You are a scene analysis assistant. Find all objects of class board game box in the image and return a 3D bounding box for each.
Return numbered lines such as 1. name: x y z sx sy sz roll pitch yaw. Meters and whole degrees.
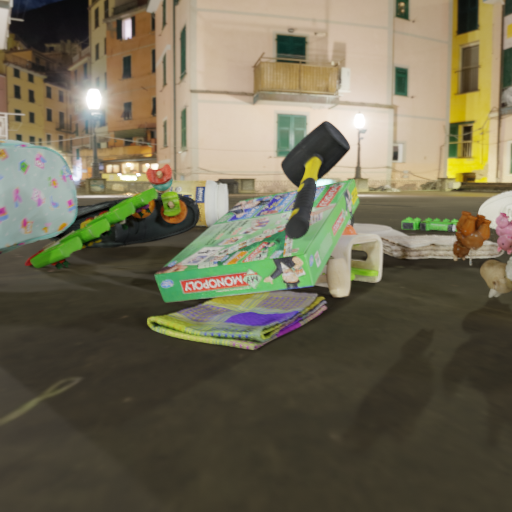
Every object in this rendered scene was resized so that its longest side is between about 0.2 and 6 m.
1. board game box: 0.161 -0.270 7.089 1.825 0.395 2.712 -7 20 24

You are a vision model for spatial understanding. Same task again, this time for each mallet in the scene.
1. mallet: 0.733 -0.978 6.727 0.583 0.933 2.834 43 19 -12

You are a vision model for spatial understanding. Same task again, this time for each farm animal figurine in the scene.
1. farm animal figurine: 3.199 0.140 6.535 1.797 0.937 1.777 4 18 -23

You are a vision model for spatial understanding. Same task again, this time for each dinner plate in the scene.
1. dinner plate: 2.044 -0.484 12.795 3.068 0.372 3.068 -1 9 0

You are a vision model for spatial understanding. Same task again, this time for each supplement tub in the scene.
1. supplement tub: -1.815 -1.545 16.538 1.901 1.373 1.373 0 8 2

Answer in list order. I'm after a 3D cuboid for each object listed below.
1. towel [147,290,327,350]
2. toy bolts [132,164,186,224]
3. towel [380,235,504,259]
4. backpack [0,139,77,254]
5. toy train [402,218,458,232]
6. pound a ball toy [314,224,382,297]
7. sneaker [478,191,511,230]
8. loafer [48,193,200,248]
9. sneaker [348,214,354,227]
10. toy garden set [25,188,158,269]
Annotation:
1. towel: -0.126 0.567 5.619 1.227 0.195 1.709 5 9 27
2. toy bolts: -1.969 -1.157 11.218 1.091 1.142 0.792 -7 -17 -2
3. towel: 3.371 -0.191 10.546 2.028 0.350 1.344 0 9 -4
4. backpack: -3.858 -0.811 8.107 1.547 2.039 2.444 5 13 23
5. toy train: 4.787 -0.842 15.433 1.612 0.336 0.455 6 20 37
6. pound a ball toy: 0.778 -0.038 7.636 1.288 0.839 1.976 -7 10 -42
7. sneaker: 6.987 -1.015 14.144 1.250 1.158 3.083 -17 16 -37
8. loafer: -2.731 -0.655 11.582 3.145 1.068 1.104 -6 18 -5
9. sneaker: 0.488 -0.429 10.314 2.465 0.930 1.419 -8 6 25
10. toy garden set: -2.845 -0.300 9.503 1.806 0.432 2.167 -15 21 42
